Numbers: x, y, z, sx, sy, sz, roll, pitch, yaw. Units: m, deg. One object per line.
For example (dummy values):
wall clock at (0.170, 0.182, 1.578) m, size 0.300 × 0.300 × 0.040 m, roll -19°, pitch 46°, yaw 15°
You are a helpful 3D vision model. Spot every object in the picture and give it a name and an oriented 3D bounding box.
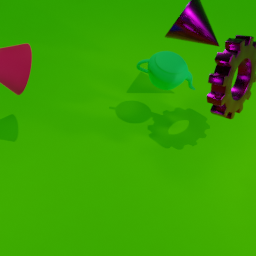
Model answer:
cone at (2.041, -2.761, 7.963) m, size 1.437 × 1.432 × 1.432 m, roll 36°, pitch 50°, yaw -5°
gear at (2.576, -1.197, 6.755) m, size 0.359 × 1.943 × 1.943 m, roll 23°, pitch 48°, yaw 39°
teapot at (1.088, -1.476, 7.601) m, size 1.770 × 0.867 × 1.101 m, roll 18°, pitch 55°, yaw -1°
cone at (-2.910, -1.422, 6.109) m, size 1.212 × 1.208 × 1.208 m, roll 8°, pitch 36°, yaw -38°
